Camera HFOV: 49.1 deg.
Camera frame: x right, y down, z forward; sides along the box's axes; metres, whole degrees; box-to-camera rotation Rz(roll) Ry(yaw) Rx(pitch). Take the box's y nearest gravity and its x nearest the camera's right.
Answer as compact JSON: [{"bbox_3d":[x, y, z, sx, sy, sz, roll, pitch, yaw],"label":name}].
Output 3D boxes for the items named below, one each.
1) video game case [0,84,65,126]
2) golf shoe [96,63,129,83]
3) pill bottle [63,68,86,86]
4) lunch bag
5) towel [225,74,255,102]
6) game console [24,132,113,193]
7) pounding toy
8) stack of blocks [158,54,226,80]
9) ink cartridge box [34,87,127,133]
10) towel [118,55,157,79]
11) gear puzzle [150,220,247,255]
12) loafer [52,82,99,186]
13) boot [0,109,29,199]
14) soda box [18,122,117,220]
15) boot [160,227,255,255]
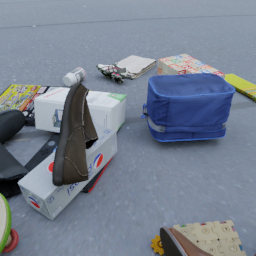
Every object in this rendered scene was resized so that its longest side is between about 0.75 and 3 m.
[{"bbox_3d":[-3.916,-0.942,10.767,2.354,0.332,2.604,3,35,4],"label":"video game case"},{"bbox_3d":[-0.707,-2.617,12.738,1.685,0.650,0.742,28,80,29],"label":"golf shoe"},{"bbox_3d":[-2.395,-2.267,12.499,0.574,0.574,1.007,17,38,23],"label":"pill bottle"},{"bbox_3d":[1.749,-0.563,8.827,2.737,1.811,1.860,-3,30,-3],"label":"lunch bag"},{"bbox_3d":[5.025,-1.797,12.172,1.083,0.227,2.516,-10,34,-23],"label":"towel"},{"bbox_3d":[-1.619,0.875,8.088,2.158,0.335,1.908,12,36,18],"label":"game console"},{"bbox_3d":[-3.105,2.340,5.599,1.721,1.035,2.230,36,75,31],"label":"pounding toy"},{"bbox_3d":[2.711,-2.374,12.438,1.578,0.803,2.741,-17,38,-23],"label":"stack of blocks"},{"bbox_3d":[-1.496,-0.561,9.222,2.528,1.106,1.837,9,21,11],"label":"ink cartridge box"},{"bbox_3d":[0.253,-3.077,13.853,1.523,0.396,2.299,20,39,25],"label":"towel"},{"bbox_3d":[1.413,2.464,5.872,1.885,0.247,0.976,-4,36,-1],"label":"gear puzzle"},{"bbox_3d":[-1.132,0.135,6.506,0.905,0.926,2.538,10,67,-12],"label":"loafer"},{"bbox_3d":[-3.454,0.647,7.828,2.339,0.931,2.837,-35,42,-25],"label":"boot"},{"bbox_3d":[-1.385,0.953,7.132,0.906,0.842,2.654,21,46,26],"label":"soda box"},{"bbox_3d":[2.347,2.382,5.347,2.771,0.890,2.583,-23,53,-25],"label":"boot"}]
